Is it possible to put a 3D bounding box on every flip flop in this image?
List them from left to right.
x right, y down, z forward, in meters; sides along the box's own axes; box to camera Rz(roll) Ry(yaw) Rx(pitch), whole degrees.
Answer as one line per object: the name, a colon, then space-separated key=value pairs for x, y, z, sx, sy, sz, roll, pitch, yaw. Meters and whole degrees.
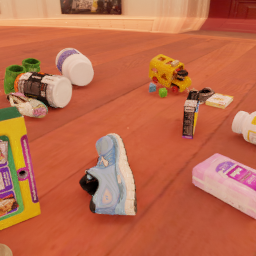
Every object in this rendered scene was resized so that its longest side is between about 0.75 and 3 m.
flip flop: x=-3.367 y=2.302 z=4.279 sx=2.949 sy=0.849 sz=1.196 roll=-9 pitch=28 yaw=-17

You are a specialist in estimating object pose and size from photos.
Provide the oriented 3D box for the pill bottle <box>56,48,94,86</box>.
pill bottle: x=-2.650 y=-3.035 z=14.069 sx=1.519 sy=1.519 sz=2.537 roll=-11 pitch=29 yaw=-21

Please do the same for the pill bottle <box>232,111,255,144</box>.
pill bottle: x=4.169 y=0.074 z=8.516 sx=0.997 sy=0.997 sz=1.779 roll=-22 pitch=34 yaw=-37

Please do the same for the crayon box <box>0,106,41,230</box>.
crayon box: x=-2.880 y=0.957 z=5.269 sx=2.033 sy=2.356 sz=0.687 roll=-16 pitch=31 yaw=-29

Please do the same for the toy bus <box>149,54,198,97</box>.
toy bus: x=2.033 y=-2.506 z=12.718 sx=2.270 sy=1.173 sz=2.142 roll=-3 pitch=44 yaw=-1

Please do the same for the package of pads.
package of pads: x=2.459 y=1.270 z=6.547 sx=1.027 sy=0.645 sz=1.704 roll=-25 pitch=36 yaw=-35

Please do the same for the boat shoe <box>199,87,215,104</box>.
boat shoe: x=3.380 y=-1.514 z=12.184 sx=0.587 sy=0.500 sz=1.756 roll=18 pitch=32 yaw=31

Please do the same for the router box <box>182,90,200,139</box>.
router box: x=2.132 y=-0.488 z=9.450 sx=0.393 sy=1.149 sz=1.540 roll=7 pitch=28 yaw=16

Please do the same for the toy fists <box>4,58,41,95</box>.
toy fists: x=-4.729 y=-2.244 z=12.778 sx=0.894 sy=1.326 sz=2.601 roll=21 pitch=29 yaw=-1

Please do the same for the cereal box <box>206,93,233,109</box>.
cereal box: x=3.856 y=-1.153 z=11.785 sx=0.791 sy=0.217 sz=1.099 roll=18 pitch=32 yaw=32

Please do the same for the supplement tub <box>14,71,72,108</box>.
supplement tub: x=-3.490 y=-1.606 z=11.473 sx=2.123 sy=1.300 sz=1.300 roll=13 pitch=30 yaw=23

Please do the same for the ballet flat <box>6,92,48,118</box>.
ballet flat: x=-3.890 y=-0.843 z=10.493 sx=2.035 sy=0.703 sz=0.724 roll=26 pitch=26 yaw=32

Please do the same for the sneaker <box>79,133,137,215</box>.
sneaker: x=-0.593 y=0.987 z=6.709 sx=1.209 sy=1.053 sz=2.688 roll=-8 pitch=27 yaw=-8
